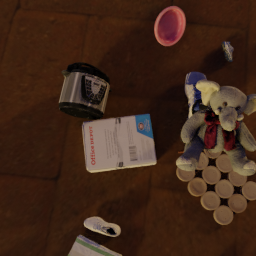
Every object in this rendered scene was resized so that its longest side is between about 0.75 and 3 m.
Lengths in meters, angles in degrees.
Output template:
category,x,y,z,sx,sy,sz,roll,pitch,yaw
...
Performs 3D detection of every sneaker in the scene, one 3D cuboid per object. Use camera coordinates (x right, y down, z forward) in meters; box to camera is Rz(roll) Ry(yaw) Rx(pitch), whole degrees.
category,x,y,z,sx,sy,sz,roll,pitch,yaw
sneaker,4.387,-3.321,12.063,0.410,0.371,0.963,-14,79,-7
sneaker,-0.968,3.694,10.490,1.432,0.623,0.533,13,79,4
sneaker,2.890,-1.040,10.988,1.070,1.529,2.648,2,78,0

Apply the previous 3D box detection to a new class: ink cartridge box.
category,x,y,z,sx,sy,sz,roll,pitch,yaw
ink cartridge box,-0.330,0.618,10.857,2.592,1.113,1.898,-7,78,0

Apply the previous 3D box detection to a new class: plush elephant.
category,x,y,z,sx,sy,sz,roll,pitch,yaw
plush elephant,2.887,-0.224,8.451,2.371,2.229,2.879,10,55,8

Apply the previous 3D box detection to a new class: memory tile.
category,x,y,z,sx,sy,sz,roll,pitch,yaw
memory tile,3.513,2.115,11.009,2.202,0.241,2.873,-40,82,-7

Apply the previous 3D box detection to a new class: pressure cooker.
category,x,y,z,sx,sy,sz,roll,pitch,yaw
pressure cooker,-1.671,-1.501,10.943,1.851,1.822,2.072,9,78,11

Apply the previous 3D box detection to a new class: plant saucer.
category,x,y,z,sx,sy,sz,roll,pitch,yaw
plant saucer,1.181,-2.962,8.139,1.092,1.092,0.277,-42,43,-8

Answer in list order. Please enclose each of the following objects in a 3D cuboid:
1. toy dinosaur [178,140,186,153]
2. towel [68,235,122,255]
category,x,y,z,sx,sy,sz,roll,pitch,yaw
toy dinosaur,2.484,0.686,11.197,1.047,0.535,0.711,-32,96,-28
towel,-1.524,5.558,10.289,1.962,0.404,2.630,24,82,7
